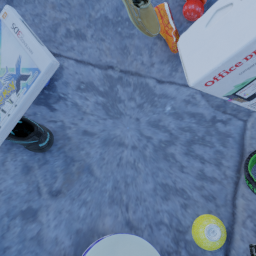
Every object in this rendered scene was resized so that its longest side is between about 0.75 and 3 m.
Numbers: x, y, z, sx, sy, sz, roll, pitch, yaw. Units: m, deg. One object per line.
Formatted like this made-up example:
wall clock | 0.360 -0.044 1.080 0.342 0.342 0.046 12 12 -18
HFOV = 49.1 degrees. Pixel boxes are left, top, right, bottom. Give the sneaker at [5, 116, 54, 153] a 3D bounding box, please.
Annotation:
sneaker | -3.320 -0.170 7.678 2.655 1.052 1.001 18 74 7

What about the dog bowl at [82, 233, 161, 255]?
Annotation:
dog bowl | -0.168 3.484 6.329 2.079 0.819 2.079 5 65 -11

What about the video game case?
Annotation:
video game case | -2.265 -0.923 5.008 1.976 0.217 1.801 -48 63 16

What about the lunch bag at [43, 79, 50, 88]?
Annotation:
lunch bag | -3.305 -1.912 8.450 1.486 0.701 1.855 -25 74 -6

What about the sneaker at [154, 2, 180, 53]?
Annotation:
sneaker | 1.221 -3.126 8.984 0.697 0.660 1.808 -21 69 19

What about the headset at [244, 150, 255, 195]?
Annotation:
headset | 4.372 0.804 6.856 2.937 1.380 1.814 -15 34 4

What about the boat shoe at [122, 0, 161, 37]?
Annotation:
boat shoe | 0.291 -2.712 6.281 0.592 1.651 0.629 -48 34 -3

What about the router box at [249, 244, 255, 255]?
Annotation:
router box | 3.545 3.437 6.806 0.888 0.368 1.185 -3 71 -1

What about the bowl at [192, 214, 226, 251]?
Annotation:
bowl | 2.089 2.620 7.029 0.880 0.474 0.880 0 71 -1

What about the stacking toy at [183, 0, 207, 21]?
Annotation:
stacking toy | 2.340 -4.690 9.277 1.063 1.063 2.490 17 77 6

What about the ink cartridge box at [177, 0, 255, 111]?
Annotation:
ink cartridge box | 2.565 -1.346 5.155 2.669 1.933 1.121 12 57 -33
